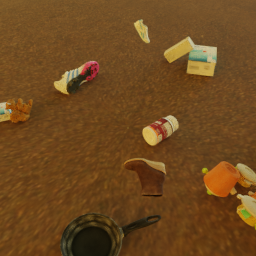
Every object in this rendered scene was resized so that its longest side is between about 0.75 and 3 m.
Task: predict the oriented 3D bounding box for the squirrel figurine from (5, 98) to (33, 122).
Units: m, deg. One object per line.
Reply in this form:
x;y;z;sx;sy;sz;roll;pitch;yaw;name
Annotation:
-4.163;-0.683;10.552;0.873;0.662;0.935;14;63;-32;squirrel figurine

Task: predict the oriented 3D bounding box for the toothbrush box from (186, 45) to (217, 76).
3.602;-3.317;13.648;1.285;0.748;1.755;10;40;11;toothbrush box

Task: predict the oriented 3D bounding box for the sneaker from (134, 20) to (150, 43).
0.592;-3.594;10.467;0.361;0.893;0.342;-26;25;21;sneaker

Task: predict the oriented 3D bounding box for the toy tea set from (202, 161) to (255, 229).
3.109;2.097;7.483;1.676;1.043;2.818;18;31;-25;toy tea set

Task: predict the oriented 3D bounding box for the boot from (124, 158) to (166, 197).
0.382;1.228;6.932;1.089;0.394;0.906;3;51;11;boot

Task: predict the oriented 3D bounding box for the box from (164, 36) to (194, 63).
2.523;-3.856;13.840;1.420;0.583;0.486;-24;27;35;box

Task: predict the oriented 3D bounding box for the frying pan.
-0.529;2.577;7.100;2.463;0.401;1.490;-29;49;-32;frying pan

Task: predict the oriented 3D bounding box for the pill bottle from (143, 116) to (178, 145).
1.156;0.055;9.788;1.185;0.676;0.676;-29;48;-29;pill bottle

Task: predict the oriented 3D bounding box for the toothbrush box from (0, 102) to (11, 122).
-4.856;-0.620;10.839;0.580;0.338;0.792;-14;41;-16;toothbrush box

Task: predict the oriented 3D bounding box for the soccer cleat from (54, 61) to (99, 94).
-2.274;-2.373;12.475;1.057;0.855;2.449;18;43;24;soccer cleat
